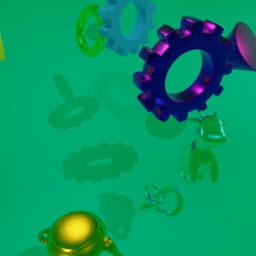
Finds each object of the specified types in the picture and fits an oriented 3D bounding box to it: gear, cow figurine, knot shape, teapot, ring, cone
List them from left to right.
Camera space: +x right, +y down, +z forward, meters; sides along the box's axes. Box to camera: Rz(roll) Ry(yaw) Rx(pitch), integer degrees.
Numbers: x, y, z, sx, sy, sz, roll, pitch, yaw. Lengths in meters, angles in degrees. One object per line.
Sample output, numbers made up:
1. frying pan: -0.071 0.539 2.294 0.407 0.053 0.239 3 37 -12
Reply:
1. teapot: -0.753 1.854 4.503 1.532 0.750 0.953 5 34 12
2. ring: -1.030 -2.687 7.793 0.283 1.413 1.413 -8 55 -41
3. gear: 0.018 -2.455 6.338 0.292 1.578 1.578 30 63 36
4. knot shape: 0.575 1.551 5.896 0.991 0.489 1.059 -24 21 -24
5. gear: 1.067 -1.034 5.288 1.972 1.972 0.365 -22 41 -12
6. cow figurine: 1.314 0.370 5.083 0.716 1.305 1.284 4 84 -6
7. cone: 2.416 -1.742 6.913 1.237 1.242 1.237 14 67 -38

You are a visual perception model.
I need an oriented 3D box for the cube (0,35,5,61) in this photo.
1. cube: -3.461 -1.889 6.071 0.964 0.964 0.964 1 16 27
